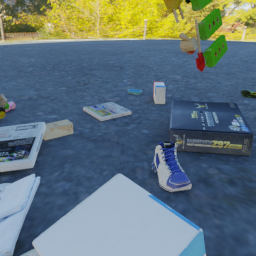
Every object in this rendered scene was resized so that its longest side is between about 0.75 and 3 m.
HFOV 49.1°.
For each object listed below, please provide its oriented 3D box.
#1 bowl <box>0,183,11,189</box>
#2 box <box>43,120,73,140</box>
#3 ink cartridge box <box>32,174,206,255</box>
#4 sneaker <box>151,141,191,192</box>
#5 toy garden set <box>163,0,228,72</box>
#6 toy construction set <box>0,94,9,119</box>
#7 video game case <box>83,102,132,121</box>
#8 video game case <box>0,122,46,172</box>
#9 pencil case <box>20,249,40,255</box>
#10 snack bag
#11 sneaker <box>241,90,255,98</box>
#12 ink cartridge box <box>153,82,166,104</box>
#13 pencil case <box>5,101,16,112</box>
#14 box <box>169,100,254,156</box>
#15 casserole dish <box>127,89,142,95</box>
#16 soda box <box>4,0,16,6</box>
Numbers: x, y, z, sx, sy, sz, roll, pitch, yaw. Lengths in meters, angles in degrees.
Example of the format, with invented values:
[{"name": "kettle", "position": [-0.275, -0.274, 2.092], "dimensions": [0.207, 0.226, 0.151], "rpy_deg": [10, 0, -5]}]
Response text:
[{"name": "bowl", "position": [-2.383, 1.339, 5.422], "dimensions": [0.868, 0.390, 0.868], "rpy_deg": [-1, 21, 0]}, {"name": "box", "position": [-2.215, 0.050, 8.670], "dimensions": [0.936, 0.364, 0.444], "rpy_deg": [-15, 28, -34]}, {"name": "ink cartridge box", "position": [0.064, 1.664, 2.956], "dimensions": [1.134, 1.811, 1.164], "rpy_deg": [-35, 37, -27]}, {"name": "sneaker", "position": [0.888, 0.759, 6.293], "dimensions": [0.571, 0.816, 1.413], "rpy_deg": [-7, 23, -14]}, {"name": "toy garden set", "position": [1.140, -1.923, 4.893], "dimensions": [0.375, 1.878, 1.565], "rpy_deg": [1, 35, 40]}, {"name": "toy construction set", "position": [-5.067, -1.180, 9.416], "dimensions": [1.997, 2.395, 1.840], "rpy_deg": [26, 27, 32]}, {"name": "video game case", "position": [-0.811, -0.656, 10.734], "dimensions": [1.323, 0.160, 1.453], "rpy_deg": [-14, 26, -32]}, {"name": "video game case", "position": [-3.414, 0.515, 7.204], "dimensions": [2.295, 0.268, 2.087], "rpy_deg": [-7, 27, -4]}, {"name": "pencil case", "position": [-1.394, 1.917, 3.530], "dimensions": [1.616, 0.629, 0.723], "rpy_deg": [-13, 70, -29]}, {"name": "snack bag", "position": [-2.279, 1.524, 4.318], "dimensions": [1.669, 0.190, 1.770], "rpy_deg": [-23, 24, 6]}, {"name": "sneaker", "position": [5.594, -1.551, 12.864], "dimensions": [0.816, 0.319, 0.348], "rpy_deg": [18, 19, 19]}, {"name": "ink cartridge box", "position": [1.360, -1.579, 12.241], "dimensions": [0.434, 0.750, 1.292], "rpy_deg": [0, 22, 1]}, {"name": "pencil case", "position": [-4.714, -0.796, 10.844], "dimensions": [0.339, 0.339, 0.775], "rpy_deg": [6, 22, 15]}, {"name": "box", "position": [2.402, -0.129, 8.647], "dimensions": [2.194, 0.710, 2.782], "rpy_deg": [3, 22, 10]}, {"name": "casserole dish", "position": [0.327, -1.730, 13.444], "dimensions": [0.762, 0.148, 0.462], "rpy_deg": [14, 26, 33]}, {"name": "soda box", "position": [-3.770, -4.187, 8.736], "dimensions": [0.259, 0.278, 0.814], "rpy_deg": [1, 52, -52]}]
